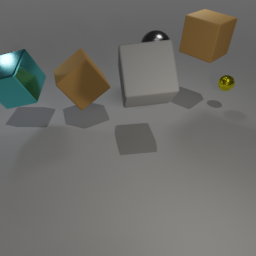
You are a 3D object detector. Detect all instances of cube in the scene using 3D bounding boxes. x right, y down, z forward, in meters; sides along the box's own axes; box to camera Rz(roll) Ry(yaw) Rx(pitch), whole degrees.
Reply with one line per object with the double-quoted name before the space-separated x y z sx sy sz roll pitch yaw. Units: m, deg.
"cube" -4.061 -1.737 10.115 1.400 1.400 1.400 -9 52 18
"cube" -1.723 -1.809 10.350 1.400 1.400 1.400 -38 35 7
"cube" 2.983 -3.484 10.524 1.400 1.400 1.400 31 45 30
"cube" 0.500 -1.437 7.760 1.400 1.400 1.400 -7 -7 -3

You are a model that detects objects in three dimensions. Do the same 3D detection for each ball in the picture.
"ball" 1.240 -3.651 12.574 1.400 1.400 1.400 0 33 0
"ball" 4.187 -1.901 11.920 0.700 0.700 0.700 0 33 0
